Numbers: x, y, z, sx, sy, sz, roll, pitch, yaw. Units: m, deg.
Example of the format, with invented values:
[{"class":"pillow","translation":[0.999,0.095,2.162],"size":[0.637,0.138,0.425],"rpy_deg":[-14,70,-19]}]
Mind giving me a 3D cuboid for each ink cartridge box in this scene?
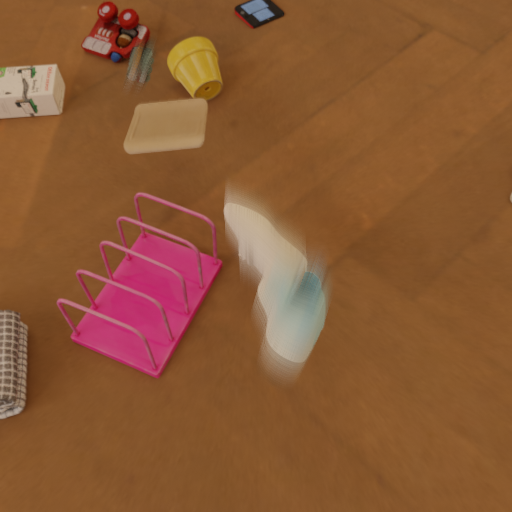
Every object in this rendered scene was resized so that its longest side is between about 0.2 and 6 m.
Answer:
[{"class":"ink cartridge box","translation":[-4.695,-3.365,11.457],"size":[1.350,0.569,0.986],"rpy_deg":[-6,56,-4]}]

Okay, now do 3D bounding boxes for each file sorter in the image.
[{"class":"file sorter","translation":[-1.692,0.360,8.450],"size":[1.527,1.378,2.197],"rpy_deg":[20,58,13]}]

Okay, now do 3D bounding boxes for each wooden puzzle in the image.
[{"class":"wooden puzzle","translation":[-1.382,-2.020,8.804],"size":[1.214,0.244,1.312],"rpy_deg":[-5,43,3]}]

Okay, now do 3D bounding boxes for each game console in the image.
[{"class":"game console","translation":[0.060,-5.837,13.387],"size":[0.976,0.151,0.863],"rpy_deg":[-31,61,-19]}]

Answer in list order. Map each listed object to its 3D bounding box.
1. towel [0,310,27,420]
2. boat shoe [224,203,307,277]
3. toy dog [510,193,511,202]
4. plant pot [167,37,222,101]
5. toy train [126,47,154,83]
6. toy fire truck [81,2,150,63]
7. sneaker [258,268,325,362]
[{"class":"towel","translation":[-4.247,1.631,7.956],"size":[1.807,0.773,1.496],"rpy_deg":[-11,56,-7]},{"class":"boat shoe","translation":[0.033,-0.126,7.982],"size":[0.643,0.611,1.785],"rpy_deg":[2,33,-48]},{"class":"toy dog","translation":[5.167,-1.400,10.125],"size":[0.611,0.837,1.269],"rpy_deg":[29,64,-18]},{"class":"plant pot","translation":[-1.174,-3.773,11.531],"size":[1.036,1.036,0.974],"rpy_deg":[-22,73,-14]},{"class":"toy train","translation":[-1.978,-3.254,9.547],"size":[0.383,0.286,0.672],"rpy_deg":[7,74,1]},{"class":"toy fire truck","translation":[-3.091,-4.860,12.462],"size":[1.371,0.769,1.151],"rpy_deg":[25,83,16]},{"class":"sneaker","translation":[0.495,0.463,6.400],"size":[0.672,0.745,1.819],"rpy_deg":[27,18,-16]}]
